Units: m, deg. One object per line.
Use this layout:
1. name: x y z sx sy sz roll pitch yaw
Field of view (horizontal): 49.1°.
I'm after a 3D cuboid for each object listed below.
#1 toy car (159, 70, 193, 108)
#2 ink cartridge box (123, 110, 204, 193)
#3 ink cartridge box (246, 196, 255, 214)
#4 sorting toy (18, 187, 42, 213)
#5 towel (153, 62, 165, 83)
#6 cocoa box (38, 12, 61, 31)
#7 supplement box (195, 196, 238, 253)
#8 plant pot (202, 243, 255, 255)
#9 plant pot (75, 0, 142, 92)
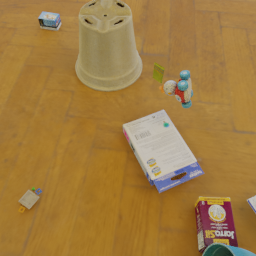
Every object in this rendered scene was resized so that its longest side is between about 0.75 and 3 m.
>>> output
1. toy car: 1.565 -1.275 9.424 1.090 1.004 0.964 0 51 22
2. ink cartridge box: 1.151 0.793 9.809 1.730 0.609 2.900 -20 55 -13
3. ink cartridge box: 5.093 2.399 8.776 2.662 0.522 1.324 -18 58 -13
4. sorting toy: -3.195 2.324 9.062 0.523 0.126 0.928 26 59 21
5. towel: 1.112 -2.000 10.211 0.442 1.027 0.093 38 76 13
6. cocoa box: -3.878 -5.310 13.912 0.907 0.595 0.605 11 57 7
7. supplement box: 2.570 2.861 8.309 0.964 0.760 1.472 1 56 1
8. plant pot: 2.937 3.865 7.154 1.537 1.636 1.636 13 54 -20
9. plant pot: -0.847 -3.519 11.422 2.986 2.733 2.986 0 56 0
